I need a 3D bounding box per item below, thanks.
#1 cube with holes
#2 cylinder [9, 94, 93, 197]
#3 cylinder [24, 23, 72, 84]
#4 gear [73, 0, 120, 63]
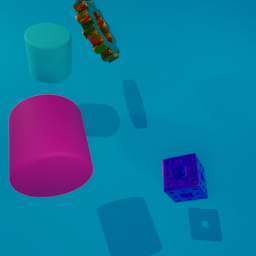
[{"bbox_3d":[1.195,1.065,5.881,0.721,0.721,0.721,-14,53,22],"label":"cube with holes"},{"bbox_3d":[-1.367,0.318,4.894,1.315,1.315,1.315,-14,53,-6],"label":"cylinder"},{"bbox_3d":[-1.971,-1.873,7.058,1.093,1.093,1.093,5,50,-6],"label":"cylinder"},{"bbox_3d":[-0.768,-2.509,7.192,0.311,1.683,1.683,-25,67,17],"label":"gear"}]
